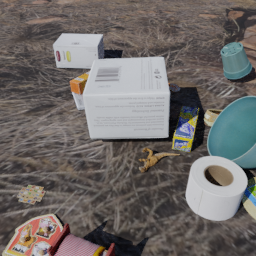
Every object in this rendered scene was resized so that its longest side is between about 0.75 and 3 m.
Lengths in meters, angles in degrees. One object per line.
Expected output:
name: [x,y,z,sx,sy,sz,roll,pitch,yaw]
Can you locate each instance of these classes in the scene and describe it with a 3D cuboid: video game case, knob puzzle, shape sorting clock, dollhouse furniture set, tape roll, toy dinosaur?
video game case: [-1.729,-1.503,13.300,1.628,0.196,1.786,-11,38,-15]
knob puzzle: [-2.408,2.905,7.565,1.621,0.225,1.621,0,37,0]
shape sorting clock: [4.327,2.185,8.385,1.782,0.350,1.782,-1,43,0]
dollhouse furniture set: [-1.377,3.585,6.002,1.384,1.046,2.572,14,40,17]
tape roll: [2.582,1.763,8.323,1.603,1.101,1.603,0,38,0]
toy dinosaur: [0.917,1.057,9.901,1.616,0.488,0.859,-28,71,-26]

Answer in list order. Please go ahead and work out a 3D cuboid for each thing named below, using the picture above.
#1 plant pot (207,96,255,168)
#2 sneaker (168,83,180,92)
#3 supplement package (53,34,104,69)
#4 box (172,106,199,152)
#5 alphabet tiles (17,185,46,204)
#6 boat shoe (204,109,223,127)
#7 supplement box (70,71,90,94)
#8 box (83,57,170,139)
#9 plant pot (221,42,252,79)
plant pot: [4.168,0.375,9.451,1.645,2.442,2.442,29,33,-19]
sneaker: [2.158,-2.070,13.895,0.964,0.377,0.372,23,19,25]
supplement package: [-2.747,-4.441,16.127,2.469,1.369,1.923,2,37,5]
box: [2.277,-0.007,10.972,0.735,0.675,2.099,10,40,13]
alphabet tiles: [-3.034,2.078,8.798,0.805,0.025,0.670,8,38,10]
boat shoe: [4.244,-0.461,11.431,2.160,0.823,0.774,-1,38,-1]
supplement box: [-1.963,-2.300,13.690,0.628,0.607,1.826,20,39,33]
box: [0.035,-1.231,10.836,2.990,1.955,2.975,-1,37,3]
plant pot: [5.381,-3.444,14.117,1.419,1.390,1.419,-20,42,19]
